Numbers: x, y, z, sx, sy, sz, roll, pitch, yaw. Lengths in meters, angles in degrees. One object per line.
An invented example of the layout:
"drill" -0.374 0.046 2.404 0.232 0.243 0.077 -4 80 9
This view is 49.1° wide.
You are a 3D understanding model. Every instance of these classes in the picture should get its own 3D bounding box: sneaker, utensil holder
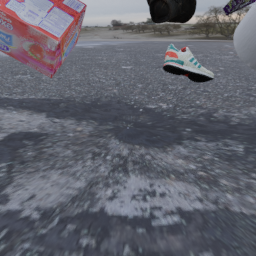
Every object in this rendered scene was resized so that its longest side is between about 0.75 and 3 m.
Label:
"sneaker" 1.556 -1.612 6.910 1.532 0.716 0.539 10 -10 -27
"utensil holder" 3.330 -2.222 5.692 1.679 1.679 1.976 -4 -16 -10

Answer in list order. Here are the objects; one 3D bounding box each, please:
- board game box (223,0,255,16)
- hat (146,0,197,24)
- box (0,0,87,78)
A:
"board game box" 3.039 -3.237 6.410 1.145 0.308 1.908 -30 2 2
"hat" 0.947 -3.131 7.288 1.658 1.658 0.669 20 71 41
"box" -2.482 -2.500 6.083 2.724 1.289 1.398 27 57 -7
